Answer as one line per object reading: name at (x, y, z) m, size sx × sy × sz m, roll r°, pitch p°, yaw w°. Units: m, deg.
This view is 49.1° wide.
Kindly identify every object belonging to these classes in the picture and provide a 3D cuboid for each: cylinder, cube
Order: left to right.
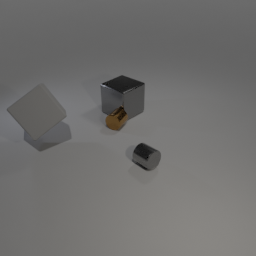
cube at (-3.182, -0.626, 9.982) m, size 1.400 × 1.400 × 1.400 m, roll -38°, pitch 17°, yaw -4°
cylinder at (-0.464, -0.370, 11.550) m, size 0.700 × 0.700 × 0.700 m, roll 15°, pitch 35°, yaw 23°
cube at (-0.224, -1.339, 12.409) m, size 1.400 × 1.400 × 1.400 m, roll 26°, pitch 41°, yaw 34°
cylinder at (0.630, 0.941, 9.412) m, size 0.700 × 0.700 × 0.700 m, roll -26°, pitch 37°, yaw -35°
